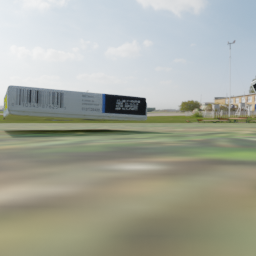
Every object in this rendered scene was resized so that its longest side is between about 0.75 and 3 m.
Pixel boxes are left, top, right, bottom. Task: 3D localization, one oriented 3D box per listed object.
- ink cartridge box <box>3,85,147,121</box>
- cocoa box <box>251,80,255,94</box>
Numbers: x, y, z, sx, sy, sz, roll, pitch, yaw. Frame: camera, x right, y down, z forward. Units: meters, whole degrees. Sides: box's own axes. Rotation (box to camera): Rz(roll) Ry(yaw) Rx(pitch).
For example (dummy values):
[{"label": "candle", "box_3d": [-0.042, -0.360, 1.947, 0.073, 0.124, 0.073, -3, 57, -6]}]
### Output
[{"label": "ink cartridge box", "box_3d": [-1.051, -0.341, 4.895, 2.058, 0.489, 2.083, 0, 2, -26]}, {"label": "cocoa box", "box_3d": [3.370, -0.890, 5.847, 0.851, 0.865, 1.297, -24, -5, -1]}]
